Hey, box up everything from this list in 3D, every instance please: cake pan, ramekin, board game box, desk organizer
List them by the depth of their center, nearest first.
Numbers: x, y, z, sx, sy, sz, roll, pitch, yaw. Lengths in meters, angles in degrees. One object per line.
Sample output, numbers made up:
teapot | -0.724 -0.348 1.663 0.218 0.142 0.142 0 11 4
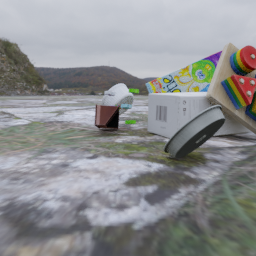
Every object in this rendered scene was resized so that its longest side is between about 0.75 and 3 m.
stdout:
cake pan | 1.057 0.099 4.336 1.115 1.115 0.204 -9 56 -49
desk organizer | -0.502 -0.254 7.060 0.544 0.506 1.412 3 -3 -1
board game box | 2.191 -1.362 9.051 2.704 1.393 1.418 -21 3 25
ramekin | -0.329 -0.943 9.822 0.553 1.135 1.135 45 30 23

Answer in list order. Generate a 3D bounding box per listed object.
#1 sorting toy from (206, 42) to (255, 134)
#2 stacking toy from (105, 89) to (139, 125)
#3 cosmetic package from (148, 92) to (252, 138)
sorting toy | 2.782 -0.967 6.319 1.660 1.670 0.581 33 -26 -14
stacking toy | -0.219 -0.612 8.350 1.355 1.022 0.318 1 -6 41
cosmetic package | 1.831 -0.385 6.968 2.412 1.023 1.298 -3 9 -26
